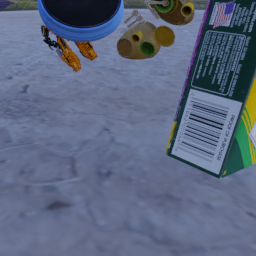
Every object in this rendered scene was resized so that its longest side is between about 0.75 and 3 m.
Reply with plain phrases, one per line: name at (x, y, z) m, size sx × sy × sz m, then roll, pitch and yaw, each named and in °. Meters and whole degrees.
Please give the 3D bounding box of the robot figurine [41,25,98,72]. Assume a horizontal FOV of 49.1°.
robot figurine at (-1.920, -2.889, 9.186) m, size 1.398 × 1.928 × 0.561 m, roll -38°, pitch 15°, yaw -4°

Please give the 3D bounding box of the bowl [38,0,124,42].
bowl at (-1.079, -2.947, 6.514) m, size 2.011 × 0.395 × 2.011 m, roll 3°, pitch 70°, yaw -8°

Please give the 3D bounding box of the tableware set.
tableware set at (0.936, -3.119, 8.405) m, size 2.304 × 1.552 × 0.354 m, roll -22°, pitch 28°, yaw 46°

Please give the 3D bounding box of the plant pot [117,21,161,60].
plant pot at (0.276, -3.054, 10.232) m, size 1.386 × 1.386 × 1.487 m, roll 17°, pitch 34°, yaw 28°

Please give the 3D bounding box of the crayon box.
crayon box at (1.731, -0.853, 3.724) m, size 0.789 × 2.706 × 2.335 m, roll 23°, pitch 15°, yaw 37°

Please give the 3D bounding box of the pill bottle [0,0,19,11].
pill bottle at (-2.527, -2.550, 5.222) m, size 1.157 × 0.693 × 0.693 m, roll -15°, pitch 21°, yaw 25°

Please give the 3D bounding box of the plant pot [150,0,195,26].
plant pot at (1.415, -4.368, 9.863) m, size 2.033 × 2.033 × 0.279 m, roll 29°, pitch 76°, yaw 42°
